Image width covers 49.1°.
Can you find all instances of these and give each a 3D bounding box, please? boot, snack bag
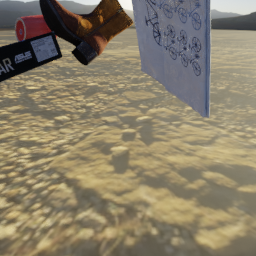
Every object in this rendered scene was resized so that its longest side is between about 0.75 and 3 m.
[{"bbox_3d":[-1.108,-3.410,8.250,2.379,2.240,0.815,-51,20,-23],"label":"boot"},{"bbox_3d":[0.685,-1.716,5.372,0.278,2.450,2.599,-25,41,-14],"label":"snack bag"}]

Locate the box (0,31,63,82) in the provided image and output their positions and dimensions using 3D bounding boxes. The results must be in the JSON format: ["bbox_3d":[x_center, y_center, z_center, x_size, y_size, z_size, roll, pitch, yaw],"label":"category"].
[{"bbox_3d":[-2.246,-0.897,4.244,1.590,0.432,1.985,3,29,39],"label":"box"}]

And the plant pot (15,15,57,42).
[{"bbox_3d":[-3.013,-3.110,9.060,1.002,1.132,1.132,-15,27,-42],"label":"plant pot"}]
